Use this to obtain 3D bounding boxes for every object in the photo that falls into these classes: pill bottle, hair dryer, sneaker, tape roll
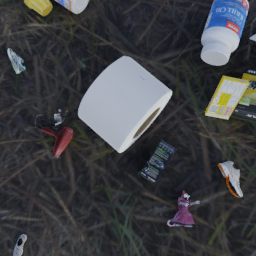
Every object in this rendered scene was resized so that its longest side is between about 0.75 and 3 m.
[{"bbox_3d":[-2.625,-5.634,11.400,1.944,1.089,1.089,36,79,8],"label":"pill bottle"},{"bbox_3d":[-2.682,0.211,10.387,1.362,0.486,1.789,-18,71,12],"label":"hair dryer"},{"bbox_3d":[3.773,1.775,9.901,0.618,0.508,1.343,-24,79,-10],"label":"sneaker"},{"bbox_3d":[3.656,-3.744,10.776,1.405,1.405,2.503,18,77,4],"label":"pill bottle"},{"bbox_3d":[-3.691,4.001,9.421,0.301,0.331,0.807,12,76,3],"label":"sneaker"},{"bbox_3d":[-0.070,-0.745,9.369,1.859,2.707,2.707,42,80,9],"label":"tape roll"},{"bbox_3d":[-4.406,-2.683,11.079,0.478,0.429,1.107,-23,84,-18],"label":"sneaker"}]

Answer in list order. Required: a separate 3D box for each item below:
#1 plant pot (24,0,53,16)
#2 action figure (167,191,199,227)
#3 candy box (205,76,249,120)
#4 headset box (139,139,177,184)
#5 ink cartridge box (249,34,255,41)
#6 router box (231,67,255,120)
[{"bbox_3d":[-3.589,-5.107,11.420,0.911,0.911,0.857,-45,94,-10],"label":"plant pot"},{"bbox_3d":[1.917,2.784,9.695,0.811,0.901,1.210,25,55,-37],"label":"action figure"},{"bbox_3d":[3.443,-1.027,9.887,0.895,1.750,0.231,9,48,-4],"label":"candy box"},{"bbox_3d":[1.027,1.151,9.668,0.641,1.204,1.383,33,78,8],"label":"headset box"},{"bbox_3d":[6.309,-2.923,10.646,2.880,0.721,2.317,36,53,27],"label":"ink cartridge box"},{"bbox_3d":[5.201,-1.123,10.320,2.254,0.589,1.772,16,76,17],"label":"router box"}]
